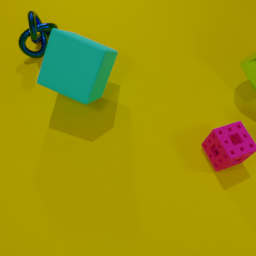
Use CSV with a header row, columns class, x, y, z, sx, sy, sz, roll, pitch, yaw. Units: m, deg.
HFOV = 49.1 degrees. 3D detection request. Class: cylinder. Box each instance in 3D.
class,x,y,z,sx,sy,sz,roll,pitch,yaw
cylinder,3.760,-1.490,7.310,1.190,1.190,1.190,-35,97,-16

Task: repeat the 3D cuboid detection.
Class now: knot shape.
class,x,y,z,sx,sy,sz,roll,pitch,yaw
knot shape,-2.744,-2.724,8.406,0.617,1.336,1.250,29,97,14

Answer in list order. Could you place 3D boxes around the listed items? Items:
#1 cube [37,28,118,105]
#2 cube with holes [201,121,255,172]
class,x,y,z,sx,sy,sz,roll,pitch,yaw
cube,-1.252,-1.583,7.217,1.385,1.385,1.385,24,107,4
cube with holes,2.453,0.453,6.842,0.805,0.805,0.805,-16,64,-17
